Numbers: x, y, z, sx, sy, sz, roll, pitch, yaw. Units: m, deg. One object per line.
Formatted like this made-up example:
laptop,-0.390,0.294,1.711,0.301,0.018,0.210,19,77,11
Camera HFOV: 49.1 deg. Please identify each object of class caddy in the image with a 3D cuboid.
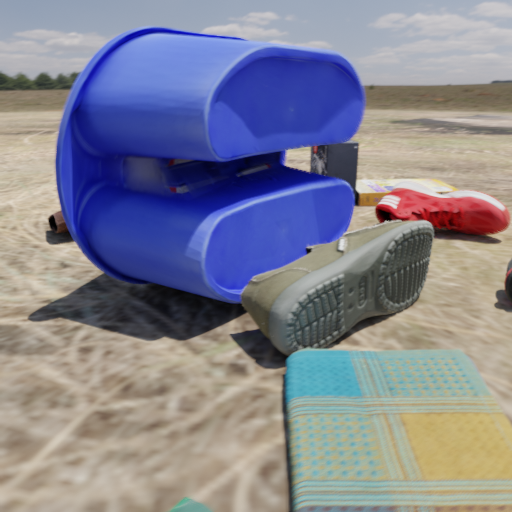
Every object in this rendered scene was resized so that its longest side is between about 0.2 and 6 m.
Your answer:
caddy,-0.428,-1.233,7.245,2.313,3.115,4.406,14,21,32

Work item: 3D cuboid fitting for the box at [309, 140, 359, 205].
box,1.649,-1.866,12.110,0.703,1.350,1.230,-4,18,-11

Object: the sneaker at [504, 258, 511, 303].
sneaker,3.877,0.252,6.642,1.859,0.657,0.908,2,20,11

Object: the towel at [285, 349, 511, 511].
towel,1.063,1.315,4.086,1.674,0.248,2.282,0,19,1

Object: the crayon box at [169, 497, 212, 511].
crayon box,0.182,1.680,1.054,2.122,0.618,1.261,33,29,20

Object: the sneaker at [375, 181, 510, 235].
sneaker,3.017,-0.573,9.485,2.159,0.846,1.247,16,41,40

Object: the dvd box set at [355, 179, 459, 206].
dvd box set,3.174,-1.430,12.454,2.184,0.321,1.598,-1,18,-4

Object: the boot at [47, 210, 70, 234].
boot,-2.864,-0.918,10.154,1.827,0.795,2.197,-18,12,-21

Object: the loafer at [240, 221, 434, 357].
loafer,0.993,0.148,6.263,2.912,1.095,1.014,-17,29,-42
